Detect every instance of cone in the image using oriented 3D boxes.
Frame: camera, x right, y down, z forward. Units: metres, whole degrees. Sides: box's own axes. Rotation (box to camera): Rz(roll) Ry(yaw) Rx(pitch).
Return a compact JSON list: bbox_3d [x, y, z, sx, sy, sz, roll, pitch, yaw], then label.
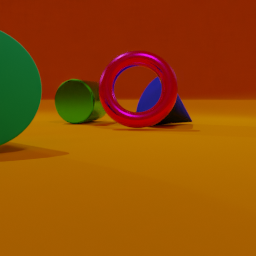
[{"bbox_3d":[1.242,-0.463,7.754,1.481,1.476,1.476,25,-5,-25],"label":"cone"},{"bbox_3d":[-2.351,-0.522,4.438,1.680,1.680,1.686,-3,-1,-25],"label":"cone"}]

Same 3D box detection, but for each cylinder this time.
[{"bbox_3d":[-1.339,-0.804,8.446,1.265,1.265,1.265,2,7,18],"label":"cylinder"}]

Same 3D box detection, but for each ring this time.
[{"bbox_3d":[0.232,-0.932,6.680,1.892,1.892,0.378,1,-7,5],"label":"ring"}]
